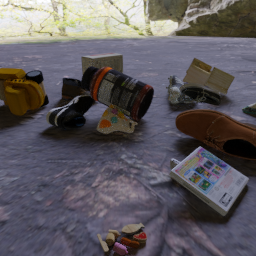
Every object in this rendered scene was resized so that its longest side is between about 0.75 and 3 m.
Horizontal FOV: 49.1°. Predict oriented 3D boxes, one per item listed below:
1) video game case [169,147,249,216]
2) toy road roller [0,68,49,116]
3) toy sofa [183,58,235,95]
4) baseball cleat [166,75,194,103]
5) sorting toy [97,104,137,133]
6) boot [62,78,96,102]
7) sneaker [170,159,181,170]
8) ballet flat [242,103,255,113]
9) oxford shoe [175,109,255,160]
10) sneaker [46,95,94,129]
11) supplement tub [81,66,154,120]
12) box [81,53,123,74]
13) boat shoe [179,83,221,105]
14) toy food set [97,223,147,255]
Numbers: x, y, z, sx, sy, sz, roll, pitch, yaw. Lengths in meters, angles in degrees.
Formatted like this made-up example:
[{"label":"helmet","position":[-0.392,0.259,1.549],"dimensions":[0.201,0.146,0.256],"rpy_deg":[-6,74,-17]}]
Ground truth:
[{"label":"video game case","position":[1.862,1.106,6.310],"dimensions":[1.375,0.179,1.511],"rpy_deg":[36,37,24]},{"label":"toy road roller","position":[-4.536,-1.416,11.338],"dimensions":[2.400,1.475,1.752],"rpy_deg":[6,35,14]},{"label":"toy sofa","position":[4.091,-2.553,14.615],"dimensions":[1.241,1.463,2.998],"rpy_deg":[21,18,-16]},{"label":"baseball cleat","position":[2.483,-1.727,12.982],"dimensions":[1.381,0.905,2.594],"rpy_deg":[8,33,3]},{"label":"sorting toy","position":[-0.276,-0.225,9.698],"dimensions":[1.171,0.695,1.300],"rpy_deg":[23,26,4]},{"label":"boot","position":[-2.192,-1.702,12.583],"dimensions":[1.942,0.941,0.726],"rpy_deg":[9,24,20]},{"label":"sneaker","position":[1.455,1.032,6.834],"dimensions":[0.552,0.361,0.960],"rpy_deg":[-10,30,-24]},{"label":"ballet flat","position":[5.217,-0.786,11.042],"dimensions":[1.335,0.496,0.496],"rpy_deg":[11,25,26]},{"label":"oxford shoe","position":[2.575,0.166,8.110],"dimensions":[2.896,1.033,1.032],"rpy_deg":[17,34,33]},{"label":"sneaker","position":[-1.746,-0.497,10.100],"dimensions":[1.183,0.773,2.115],"rpy_deg":[21,38,33]},{"label":"supplement tub","position":[-0.439,-1.413,10.500],"dimensions":[2.619,1.401,1.401],"rpy_deg":[27,31,17]},{"label":"box","position":[-1.482,-3.576,16.470],"dimensions":[2.199,1.406,1.198],"rpy_deg":[-17,28,-36]},{"label":"boat shoe","position":[2.799,-1.234,10.822],"dimensions":[1.728,0.638,0.590],"rpy_deg":[14,59,-21]},{"label":"toy food set","position":[-0.052,1.965,4.891],"dimensions":[0.915,0.144,0.582],"rpy_deg":[-2,22,-25]}]
